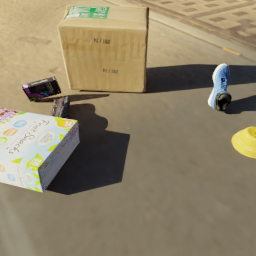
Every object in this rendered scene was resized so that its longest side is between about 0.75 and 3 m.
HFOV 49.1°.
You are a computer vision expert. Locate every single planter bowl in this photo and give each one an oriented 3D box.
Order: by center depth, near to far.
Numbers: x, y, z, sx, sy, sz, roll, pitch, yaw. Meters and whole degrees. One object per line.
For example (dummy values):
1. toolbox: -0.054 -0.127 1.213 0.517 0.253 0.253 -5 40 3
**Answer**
1. planter bowl: 3.475 0.291 7.719 1.089 0.453 1.089 0 41 0

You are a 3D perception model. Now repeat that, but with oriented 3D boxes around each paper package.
1. paper package: -0.692 -2.629 9.473 2.777 2.647 1.437 3 47 2

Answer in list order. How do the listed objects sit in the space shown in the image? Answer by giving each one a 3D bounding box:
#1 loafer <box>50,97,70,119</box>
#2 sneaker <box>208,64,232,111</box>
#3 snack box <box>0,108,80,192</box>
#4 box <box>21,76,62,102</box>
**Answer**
1. loafer: -2.112 -0.480 8.515 0.527 0.601 1.672 -1 27 -2
2. sneaker: 2.958 -1.218 8.708 0.548 1.427 0.794 6 23 -13
3. snack box: -2.745 0.427 7.106 2.409 0.815 2.031 10 35 12
4. box: -2.815 -1.272 9.217 1.109 0.793 0.200 -18 64 -7
